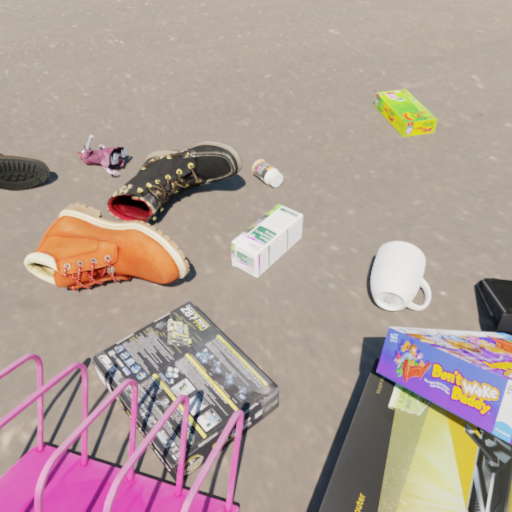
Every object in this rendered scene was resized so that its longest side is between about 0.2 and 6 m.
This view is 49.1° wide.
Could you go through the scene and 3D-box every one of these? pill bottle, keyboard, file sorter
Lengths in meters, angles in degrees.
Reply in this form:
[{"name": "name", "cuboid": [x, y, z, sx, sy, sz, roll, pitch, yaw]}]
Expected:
[{"name": "pill bottle", "cuboid": [0.267, -1.889, 12.874, 0.421, 0.421, 0.723, -26, 48, -27]}, {"name": "keyboard", "cuboid": [5.872, 1.146, 9.027, 4.038, 0.518, 2.425, 6, 18, 7]}, {"name": "file sorter", "cuboid": [-1.830, 2.519, 6.321, 3.001, 1.882, 2.086, 12, 20, 13]}]

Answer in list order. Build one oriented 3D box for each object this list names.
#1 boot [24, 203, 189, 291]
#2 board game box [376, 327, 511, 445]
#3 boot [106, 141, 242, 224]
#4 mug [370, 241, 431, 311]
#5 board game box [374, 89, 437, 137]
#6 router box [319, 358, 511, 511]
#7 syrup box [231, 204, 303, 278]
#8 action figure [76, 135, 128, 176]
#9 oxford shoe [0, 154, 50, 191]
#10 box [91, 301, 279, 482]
[{"name": "boot", "cuboid": [-2.741, 0.136, 10.182, 3.097, 1.162, 1.661, 14, 48, 26]}, {"name": "board game box", "cuboid": [3.295, 1.598, 7.332, 2.881, 0.645, 1.937, 8, 9, -38]}, {"name": "boot", "cuboid": [-1.758, -1.531, 11.811, 2.619, 0.958, 1.972, 4, 40, 31]}, {"name": "mug", "cuboid": [2.603, 0.495, 9.960, 1.195, 0.882, 1.048, 33, 52, -9]}, {"name": "board game box", "cuboid": [3.995, -3.869, 15.099, 0.916, 0.430, 1.804, -10, 43, -12]}, {"name": "router box", "cuboid": [2.257, 3.185, 6.746, 2.779, 0.923, 3.534, 16, 43, 18]}, {"name": "syrup box", "cuboid": [0.228, -0.312, 10.942, 0.610, 0.631, 1.550, 26, 47, 28]}, {"name": "action figure", "cuboid": [-3.717, -2.325, 13.380, 1.289, 0.863, 0.960, 1, 85, 20]}, {"name": "oxford shoe", "cuboid": [-5.827, -2.049, 12.735, 2.365, 0.859, 0.998, 1, 40, 1]}, {"name": "box", "cuboid": [-1.092, 1.901, 8.460, 1.874, 0.571, 2.325, -32, 50, -26]}]
